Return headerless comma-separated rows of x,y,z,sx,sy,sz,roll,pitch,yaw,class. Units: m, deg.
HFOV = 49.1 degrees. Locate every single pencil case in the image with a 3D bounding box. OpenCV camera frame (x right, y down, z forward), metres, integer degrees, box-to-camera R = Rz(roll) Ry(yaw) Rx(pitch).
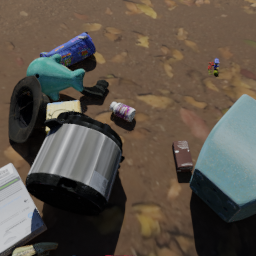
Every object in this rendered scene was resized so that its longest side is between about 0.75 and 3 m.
-2.818,-3.574,13.320,2.738,1.189,1.068,-33,71,-20,pencil case

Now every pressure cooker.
-1.517,1.029,9.086,2.672,2.631,2.991,13,58,5,pressure cooker

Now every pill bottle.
-0.238,-0.704,11.617,1.007,0.565,0.565,25,58,18,pill bottle

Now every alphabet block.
-2.376,-0.110,10.734,1.286,1.293,1.317,-8,55,-4,alphabet block

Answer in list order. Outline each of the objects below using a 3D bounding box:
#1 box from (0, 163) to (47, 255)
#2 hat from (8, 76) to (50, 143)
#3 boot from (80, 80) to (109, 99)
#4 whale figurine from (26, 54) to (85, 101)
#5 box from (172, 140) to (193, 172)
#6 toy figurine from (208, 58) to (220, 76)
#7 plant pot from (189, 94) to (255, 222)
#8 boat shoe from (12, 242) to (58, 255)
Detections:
-4.193,2.728,9.126,2.094,0.553,2.686,-31,59,-20,box
-3.773,-0.667,11.159,2.722,1.098,2.722,-12,72,39,hat
-1.509,-1.805,12.463,1.194,0.449,0.893,16,62,-1,boot
-3.101,-2.127,11.834,2.501,1.990,1.298,10,11,11,whale figurine
2.014,1.040,10.410,0.580,0.434,1.158,-4,54,-1,box
4.110,-3.011,13.292,0.494,0.561,0.936,8,54,6,toy figurine
3.560,1.274,8.917,2.865,2.812,2.805,-36,62,-18,plant pot
-2.790,3.762,8.446,1.407,0.516,0.441,-14,59,2,boat shoe
